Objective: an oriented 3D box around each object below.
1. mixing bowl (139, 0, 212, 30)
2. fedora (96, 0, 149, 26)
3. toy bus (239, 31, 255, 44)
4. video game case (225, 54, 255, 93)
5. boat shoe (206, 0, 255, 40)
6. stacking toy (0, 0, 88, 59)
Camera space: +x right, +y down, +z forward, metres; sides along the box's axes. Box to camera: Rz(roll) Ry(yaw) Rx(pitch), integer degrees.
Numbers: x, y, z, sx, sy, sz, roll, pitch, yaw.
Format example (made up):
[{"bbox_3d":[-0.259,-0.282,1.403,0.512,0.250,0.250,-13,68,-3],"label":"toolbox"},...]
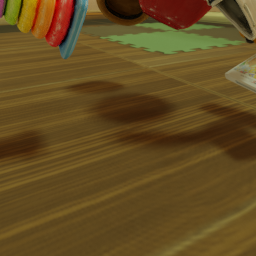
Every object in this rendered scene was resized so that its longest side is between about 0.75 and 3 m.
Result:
[{"bbox_3d":[1.277,-3.731,8.077,2.541,1.376,2.541,24,19,-8],"label":"mixing bowl"},{"bbox_3d":[-0.081,-4.641,10.025,2.067,2.067,0.843,5,63,10],"label":"fedora"},{"bbox_3d":[4.196,-2.576,7.715,2.336,0.915,0.760,46,12,36],"label":"toy bus"},{"bbox_3d":[3.455,-1.428,6.506,1.742,0.199,1.586,-32,35,-3],"label":"video game case"},{"bbox_3d":[2.083,-3.057,6.084,2.688,0.879,0.989,40,-2,-4],"label":"boat shoe"},{"bbox_3d":[-2.234,-2.564,5.600,2.637,1.447,1.530,9,37,-28],"label":"stacking toy"}]
